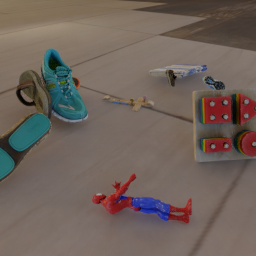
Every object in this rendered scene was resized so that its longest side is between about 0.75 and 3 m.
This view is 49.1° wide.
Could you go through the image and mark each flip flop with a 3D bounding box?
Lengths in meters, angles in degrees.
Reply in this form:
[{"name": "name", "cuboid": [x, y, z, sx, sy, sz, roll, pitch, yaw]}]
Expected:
[{"name": "flip flop", "cuboid": [-2.747, -0.938, 7.865, 0.673, 0.948, 2.337, -12, 38, -28]}]

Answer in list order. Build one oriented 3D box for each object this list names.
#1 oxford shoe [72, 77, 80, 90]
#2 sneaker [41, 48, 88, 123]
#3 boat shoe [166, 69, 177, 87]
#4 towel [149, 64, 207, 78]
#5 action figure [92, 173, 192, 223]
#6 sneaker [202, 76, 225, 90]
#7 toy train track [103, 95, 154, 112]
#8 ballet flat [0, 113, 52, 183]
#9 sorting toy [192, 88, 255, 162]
[{"name": "oxford shoe", "cuboid": [-2.203, -0.985, 9.026, 1.625, 0.592, 0.579, -39, 81, -26]}, {"name": "sneaker", "cuboid": [-1.912, -1.212, 7.990, 0.985, 1.012, 2.542, -17, 61, -30]}, {"name": "boat shoe", "cuboid": [1.543, -1.694, 9.643, 0.307, 0.830, 0.306, -1, 64, 23]}, {"name": "towel", "cuboid": [1.974, -2.236, 10.873, 1.505, 0.244, 2.049, 13, 25, 39]}, {"name": "action figure", "cuboid": [0.245, 1.234, 5.259, 1.784, 0.582, 0.883, 3, 46, 4]}, {"name": "sneaker", "cuboid": [2.824, -1.462, 9.269, 0.896, 0.351, 0.403, 30, 4, -16]}, {"name": "toy train track", "cuboid": [0.002, -0.923, 9.067, 1.685, 0.274, 0.967, 8, 33, 13]}, {"name": "ballet flat", "cuboid": [-2.708, 0.587, 6.152, 0.826, 0.892, 2.530, -32, 8, 48]}, {"name": "sorting toy", "cuboid": [2.347, -0.061, 6.304, 1.620, 1.630, 0.567, -3, 4, -5]}]
